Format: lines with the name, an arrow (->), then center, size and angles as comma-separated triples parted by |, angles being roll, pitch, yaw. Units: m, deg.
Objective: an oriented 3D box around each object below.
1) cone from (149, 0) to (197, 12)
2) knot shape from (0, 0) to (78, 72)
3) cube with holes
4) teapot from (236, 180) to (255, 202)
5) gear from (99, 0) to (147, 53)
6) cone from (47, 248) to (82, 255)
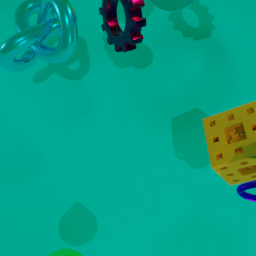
cone -> 0.776, -1.969, 4.012 | 0.860, 0.863, 0.860 | 1, 93, 22
knot shape -> -1.822, -1.840, 5.612 | 1.873, 0.925, 2.002 | -44, 42, 6
cube with holes -> 1.896, 0.285, 4.623 | 0.908, 0.908, 0.908 | -21, 52, 28
teapot -> 1.974, 0.593, 3.084 | 0.756, 1.545, 0.961 | 47, 41, -25
gear -> -0.150, -2.356, 5.902 | 0.270, 1.460, 1.460 | -20, 65, -27
cone -> -0.978, 2.000, 3.754 | 0.859, 0.862, 0.859 | 0, 57, 1
